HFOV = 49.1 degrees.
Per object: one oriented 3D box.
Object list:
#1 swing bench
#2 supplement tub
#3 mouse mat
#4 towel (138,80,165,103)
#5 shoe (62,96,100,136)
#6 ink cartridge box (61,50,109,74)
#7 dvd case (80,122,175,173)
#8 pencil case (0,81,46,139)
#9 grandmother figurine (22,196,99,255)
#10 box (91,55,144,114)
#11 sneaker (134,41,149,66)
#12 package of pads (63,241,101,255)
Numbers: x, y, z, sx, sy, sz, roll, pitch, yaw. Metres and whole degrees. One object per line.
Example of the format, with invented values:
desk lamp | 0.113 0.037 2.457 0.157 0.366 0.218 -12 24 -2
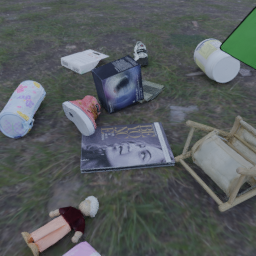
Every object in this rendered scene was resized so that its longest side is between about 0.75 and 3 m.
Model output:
swing bench | 2.984 0.875 7.994 2.267 1.471 2.255 -5 34 -26
supplement tub | 4.259 -3.249 13.523 1.560 1.560 2.151 -6 36 -8
mouse mat | 3.467 -2.047 6.930 1.901 1.530 0.072 26 56 -9
towel | 0.573 -1.690 12.563 1.708 0.295 1.645 20 38 29
shoe | -1.461 -0.568 10.198 1.149 0.903 2.527 -23 29 -21
ink cartridge box | -2.265 -3.580 14.956 1.630 0.507 2.026 28 41 33
dvd case | -0.096 0.575 9.434 2.930 0.234 2.178 -4 36 -5
pencil case | -3.931 -0.791 10.545 1.197 1.097 2.638 -15 34 8
grandmother figurine | -1.499 2.311 6.818 1.896 0.574 1.150 -30 54 -31
box | -0.361 -1.698 11.082 1.672 1.685 1.038 -26 46 -15
sneaker | 0.665 -4.091 15.260 0.765 0.914 2.066 -5 38 -9
package of pads | -1.434 3.296 4.509 2.743 1.652 1.038 -29 45 -34
